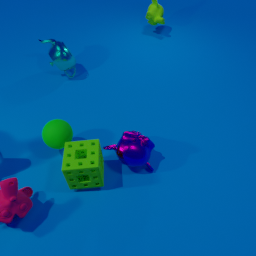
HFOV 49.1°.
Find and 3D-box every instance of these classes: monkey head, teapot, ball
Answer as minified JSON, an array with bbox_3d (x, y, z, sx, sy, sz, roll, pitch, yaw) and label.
[{"bbox_3d":[1.145,-4.315,10.648,0.880,1.223,0.737,29,82,32],"label":"monkey head"},{"bbox_3d":[-2.188,-2.283,8.930,0.770,1.572,0.978,-35,22,2],"label":"teapot"},{"bbox_3d":[0.113,0.488,6.805,1.375,0.829,0.989,26,4,-13],"label":"monkey head"},{"bbox_3d":[-1.719,0.149,6.856,0.740,0.740,0.740,0,49,0],"label":"ball"},{"bbox_3d":[-2.496,1.444,5.752,1.360,0.978,0.819,-13,15,-43],"label":"monkey head"}]

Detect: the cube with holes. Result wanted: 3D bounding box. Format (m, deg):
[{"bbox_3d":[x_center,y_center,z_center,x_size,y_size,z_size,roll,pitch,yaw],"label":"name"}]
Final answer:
[{"bbox_3d":[-0.994,0.831,6.387,0.781,0.781,0.781,-6,46,1],"label":"cube with holes"}]
